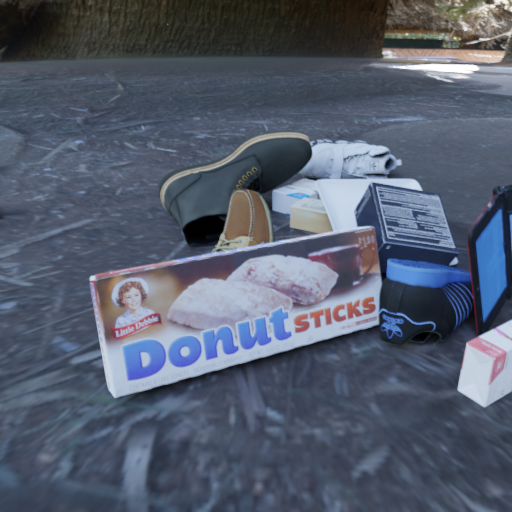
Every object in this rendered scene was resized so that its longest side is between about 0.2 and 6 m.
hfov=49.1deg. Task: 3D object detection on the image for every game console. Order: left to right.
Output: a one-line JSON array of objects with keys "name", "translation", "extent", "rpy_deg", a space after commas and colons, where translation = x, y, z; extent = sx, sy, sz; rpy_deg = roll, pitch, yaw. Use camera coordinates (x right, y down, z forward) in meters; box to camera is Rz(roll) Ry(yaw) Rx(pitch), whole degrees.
[{"name": "game console", "translation": [3.326, 0.040, 6.856], "extent": [1.437, 1.668, 0.990], "rpy_deg": [-9, 33, 16]}]

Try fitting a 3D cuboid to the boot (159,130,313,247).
[{"name": "boot", "translation": [-0.125, -1.208, 10.751], "extent": [3.242, 1.256, 2.242], "rpy_deg": [-25, 33, -4]}]

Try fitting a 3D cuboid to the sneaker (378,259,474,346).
[{"name": "sneaker", "translation": [2.329, 0.620, 7.323], "extent": [0.888, 0.987, 2.534], "rpy_deg": [17, 7, 42]}]

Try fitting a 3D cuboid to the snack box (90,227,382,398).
[{"name": "snack box", "translation": [-0.043, 0.546, 6.668], "extent": [3.599, 1.294, 0.438], "rpy_deg": [-11, 6, -26]}]

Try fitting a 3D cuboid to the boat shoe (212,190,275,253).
[{"name": "boat shoe", "translation": [-0.218, 0.050, 7.194], "extent": [0.686, 1.812, 0.669], "rpy_deg": [0, -1, 43]}]

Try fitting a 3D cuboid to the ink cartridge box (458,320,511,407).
[{"name": "ink cartridge box", "translation": [2.791, 1.150, 6.261], "extent": [1.113, 0.648, 0.376], "rpy_deg": [-16, 29, -32]}]

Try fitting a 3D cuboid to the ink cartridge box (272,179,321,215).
[{"name": "ink cartridge box", "translation": [0.977, -1.221, 11.744], "extent": [0.794, 0.458, 1.087], "rpy_deg": [19, 31, 38]}]

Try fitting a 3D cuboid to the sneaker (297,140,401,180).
[{"name": "sneaker", "translation": [2.256, -2.253, 13.435], "extent": [2.529, 0.950, 1.453], "rpy_deg": [-12, 24, -33]}]

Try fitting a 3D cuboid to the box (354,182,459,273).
[{"name": "box", "translation": [2.280, -0.375, 8.689], "extent": [1.242, 0.765, 1.231], "rpy_deg": [8, 50, -12]}]

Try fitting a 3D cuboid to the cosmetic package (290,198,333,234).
[{"name": "cosmetic package", "translation": [1.348, -0.719, 10.643], "extent": [1.283, 0.456, 0.675], "rpy_deg": [14, 28, 28]}]

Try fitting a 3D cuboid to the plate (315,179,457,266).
[{"name": "plate", "translation": [2.136, -0.523, 9.531], "extent": [2.001, 0.324, 2.005], "rpy_deg": [-3, 52, -14]}]
